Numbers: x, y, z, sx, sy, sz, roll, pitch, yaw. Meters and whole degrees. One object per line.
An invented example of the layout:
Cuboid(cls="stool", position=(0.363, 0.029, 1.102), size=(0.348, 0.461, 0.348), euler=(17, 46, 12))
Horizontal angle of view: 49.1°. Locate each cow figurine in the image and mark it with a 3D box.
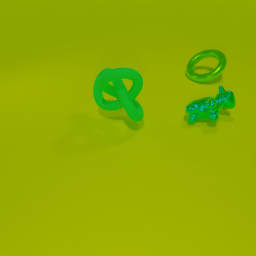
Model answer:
Cuboid(cls="cow figurine", position=(2.592, -0.725, 8.868), size=(1.518, 0.833, 1.494), euler=(-9, 21, 25))

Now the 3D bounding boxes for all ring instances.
Cuboid(cls="ring", position=(3.103, -2.496, 11.166), size=(1.618, 0.324, 1.618), euler=(-17, 51, 22))

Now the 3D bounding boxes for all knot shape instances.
Cuboid(cls="knot shape", position=(-0.165, -0.933, 8.206), size=(0.906, 1.834, 1.960), euler=(-50, 17, -24))
